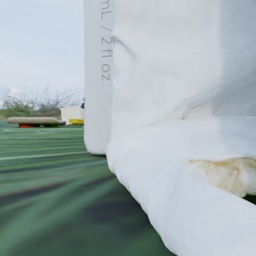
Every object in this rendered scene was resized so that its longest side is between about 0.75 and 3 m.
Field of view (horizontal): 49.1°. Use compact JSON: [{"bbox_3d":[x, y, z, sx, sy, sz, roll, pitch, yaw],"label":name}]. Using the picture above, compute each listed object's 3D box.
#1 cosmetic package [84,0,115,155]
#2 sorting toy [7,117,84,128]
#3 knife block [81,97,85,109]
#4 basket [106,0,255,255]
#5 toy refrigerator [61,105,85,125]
[{"bbox_3d":[0.929,-0.727,3.026,2.314,1.907,1.909,-1,2,13],"label":"cosmetic package"},{"bbox_3d":[-2.841,-0.155,10.186,2.452,0.328,1.827,0,-2,-3],"label":"sorting toy"},{"bbox_3d":[0.225,-0.442,6.049,2.776,0.888,2.437,17,9,-37],"label":"knife block"},{"bbox_3d":[0.919,-0.715,0.774,1.685,2.095,2.077,1,2,-14],"label":"basket"},{"bbox_3d":[-2.269,-0.565,13.646,0.943,0.869,2.483,-7,0,12],"label":"toy refrigerator"}]
